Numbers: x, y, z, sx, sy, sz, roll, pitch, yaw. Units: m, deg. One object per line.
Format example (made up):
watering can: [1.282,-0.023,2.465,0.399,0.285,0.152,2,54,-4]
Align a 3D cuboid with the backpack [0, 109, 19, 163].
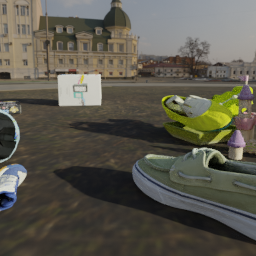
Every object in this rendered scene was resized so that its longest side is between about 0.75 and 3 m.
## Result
backpack: [-3.219,0.096,5.750,1.878,1.532,1.444,4,-3,-11]

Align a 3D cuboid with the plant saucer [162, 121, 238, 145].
plant saucer: [2.134,0.113,8.136,1.696,0.407,1.699,-6,13,-26]

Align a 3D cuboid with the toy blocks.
toy blocks: [3.380,-0.236,6.279,2.023,1.822,2.165,8,14,34]

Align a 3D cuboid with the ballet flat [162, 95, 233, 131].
ballet flat: [1.731,-0.527,7.868,0.889,0.892,2.660,-48,22,-8]

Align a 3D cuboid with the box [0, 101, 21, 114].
box: [-6.215,-0.991,13.514,1.916,0.476,1.902,-4,11,-23]

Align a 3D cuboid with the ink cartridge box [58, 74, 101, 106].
ink cartridge box: [-2.777,-2.261,16.506,2.378,1.737,1.745,-1,13,-5]

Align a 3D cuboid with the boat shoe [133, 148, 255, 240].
boat shoe: [1.161,0.712,4.005,0.989,0.852,2.746,-11,16,-43]

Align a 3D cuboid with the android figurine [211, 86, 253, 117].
android figurine: [2.835,-0.681,8.483,1.942,0.438,2.134,-28,10,-1]

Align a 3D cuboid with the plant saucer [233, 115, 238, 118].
plant saucer: [4.297,-0.772,12.507,1.776,0.430,1.776,5,12,28]

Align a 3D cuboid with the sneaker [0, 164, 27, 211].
sneaker: [-1.810,0.952,4.110,0.551,0.471,1.251,14,21,12]
